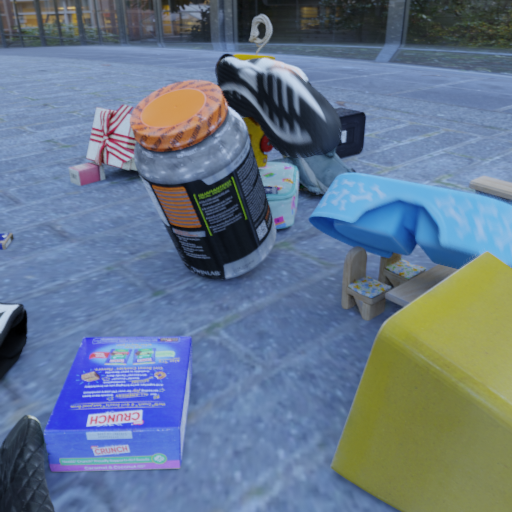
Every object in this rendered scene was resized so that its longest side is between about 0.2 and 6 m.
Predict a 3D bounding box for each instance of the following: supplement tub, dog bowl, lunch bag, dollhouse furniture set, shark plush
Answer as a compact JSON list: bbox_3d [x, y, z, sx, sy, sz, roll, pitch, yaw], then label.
[{"bbox_3d":[-0.820,-1.172,9.108,1.819,2.968,1.819,-9,46,9],"label":"supplement tub"},{"bbox_3d":[2.301,-0.407,7.876,3.186,0.790,1.776,16,-7,33],"label":"dog bowl"},{"bbox_3d":[-0.060,-1.370,12.289,1.956,0.940,2.439,3,25,6],"label":"lunch bag"},{"bbox_3d":[3.133,0.068,8.421,2.746,1.787,2.522,-21,33,-36],"label":"dollhouse furniture set"},{"bbox_3d":[1.519,-2.147,12.964,1.673,1.534,3.683,-19,50,-28],"label":"shark plush"}]

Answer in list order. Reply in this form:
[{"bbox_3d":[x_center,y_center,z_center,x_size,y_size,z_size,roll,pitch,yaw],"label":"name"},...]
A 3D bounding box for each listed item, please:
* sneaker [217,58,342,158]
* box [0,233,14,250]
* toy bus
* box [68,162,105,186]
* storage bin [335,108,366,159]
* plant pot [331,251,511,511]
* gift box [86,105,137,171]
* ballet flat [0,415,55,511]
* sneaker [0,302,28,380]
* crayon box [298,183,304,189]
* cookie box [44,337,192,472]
[{"bbox_3d":[0.570,-2.795,9.783,1.425,1.313,3.562,-14,37,-22],"label":"sneaker"},{"bbox_3d":[-5.307,-0.270,11.001,0.892,0.144,0.540,-4,27,-5],"label":"box"},{"bbox_3d":[-0.494,-3.245,11.912,1.491,2.722,2.885,-11,69,-44],"label":"toy bus"},{"bbox_3d":[-4.350,-2.119,14.414,0.485,0.413,0.759,21,34,37],"label":"box"},{"bbox_3d":[2.224,-3.525,16.289,1.876,1.268,0.879,-20,33,-34],"label":"storage bin"},{"bbox_3d":[2.271,1.530,5.470,2.091,2.091,1.844,-24,47,-40],"label":"plant pot"},{"bbox_3d":[-3.288,-2.993,14.448,1.693,1.563,1.581,13,6,33],"label":"gift box"},{"bbox_3d":[-2.249,2.325,5.509,0.560,0.655,1.972,34,9,-33],"label":"ballet flat"},{"bbox_3d":[-4.291,0.884,7.791,1.960,1.285,3.406,-5,33,-29],"label":"sneaker"},{"bbox_3d":[0.844,-2.042,14.349,0.984,0.333,1.141,-16,30,-29],"label":"crayon box"},{"bbox_3d":[-1.507,1.659,6.542,1.424,0.626,1.665,-1,26,-1],"label":"cookie box"}]
